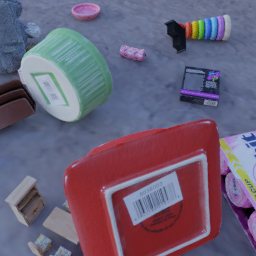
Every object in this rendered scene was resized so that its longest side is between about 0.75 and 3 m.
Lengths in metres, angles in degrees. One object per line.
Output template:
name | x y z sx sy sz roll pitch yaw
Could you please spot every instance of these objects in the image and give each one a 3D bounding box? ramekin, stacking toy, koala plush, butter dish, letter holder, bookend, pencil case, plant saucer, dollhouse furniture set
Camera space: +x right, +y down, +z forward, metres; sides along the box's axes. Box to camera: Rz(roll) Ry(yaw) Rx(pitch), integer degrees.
ramekin | -1.731 -1.325 7.654 2.413 2.413 1.179 25 52 23
stacking toy | 2.889 -4.023 11.365 2.316 0.989 0.989 -1 46 4
koala plush | -4.458 -3.342 10.193 2.282 2.364 2.573 -13 25 3
butter dish | 0.219 1.130 5.541 2.804 2.796 2.073 -17 26 -16
letter holder | -3.370 -0.634 7.670 1.338 0.951 0.673 -25 35 -1
bookend | 1.770 -3.395 10.457 0.412 0.889 0.895 -10 73 40
pencil case | 0.168 -2.819 10.517 0.986 0.408 0.426 17 47 17
plant saucer | -1.944 -5.405 13.072 1.324 0.336 1.324 1 46 -1
dollhouse furniture set | -1.548 1.756 5.676 1.514 0.985 1.391 20 50 19

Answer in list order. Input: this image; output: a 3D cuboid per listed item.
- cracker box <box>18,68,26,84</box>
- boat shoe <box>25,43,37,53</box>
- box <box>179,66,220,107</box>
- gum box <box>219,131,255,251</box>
cracker box | -2.469 -1.969 9.563 2.022 0.583 1.354 10 47 8
boat shoe | -3.630 -2.892 10.598 0.394 0.404 1.067 5 47 1
box | 2.388 -1.417 9.235 1.201 0.303 1.680 11 48 9
gum box | 3.022 1.262 6.201 1.554 0.905 2.738 -10 47 -10
